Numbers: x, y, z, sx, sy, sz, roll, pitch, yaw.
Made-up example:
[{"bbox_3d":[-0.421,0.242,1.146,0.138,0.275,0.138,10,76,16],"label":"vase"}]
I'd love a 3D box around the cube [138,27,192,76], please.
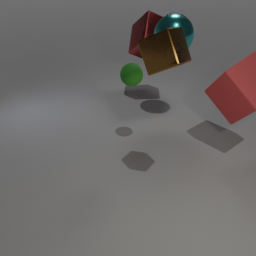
[{"bbox_3d":[0.735,-1.521,5.555,0.700,0.700,0.700,-13,11,36],"label":"cube"}]

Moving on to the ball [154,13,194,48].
[{"bbox_3d":[1.607,-3.270,9.833,1.400,1.400,1.400,0,29,0],"label":"ball"}]

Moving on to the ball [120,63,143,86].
[{"bbox_3d":[0.109,-1.617,8.484,0.700,0.700,0.700,0,29,0],"label":"ball"}]

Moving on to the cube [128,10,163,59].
[{"bbox_3d":[1.013,-3.820,11.925,1.400,1.400,1.400,13,-13,-25],"label":"cube"}]

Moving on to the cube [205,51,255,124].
[{"bbox_3d":[3.555,-1.205,8.639,1.400,1.400,1.400,-33,82,-19],"label":"cube"}]
